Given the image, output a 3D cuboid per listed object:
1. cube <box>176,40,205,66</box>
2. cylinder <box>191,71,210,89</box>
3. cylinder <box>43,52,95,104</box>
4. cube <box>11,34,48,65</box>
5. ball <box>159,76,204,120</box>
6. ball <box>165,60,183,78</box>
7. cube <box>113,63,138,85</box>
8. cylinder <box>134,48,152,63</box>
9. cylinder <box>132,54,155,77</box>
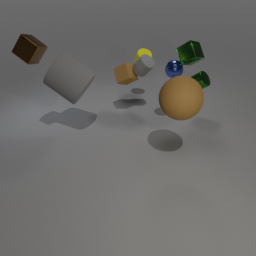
[{"bbox_3d":[2.431,-2.905,10.907,0.700,0.700,0.700,-10,-9,-46],"label":"cube"},{"bbox_3d":[2.977,-1.944,11.792,0.700,0.700,0.700,-25,11,42],"label":"cylinder"},{"bbox_3d":[-2.172,-1.830,10.429,1.400,1.400,1.400,36,33,-8],"label":"cylinder"},{"bbox_3d":[-3.217,-2.579,9.193,0.700,0.700,0.700,37,18,-2],"label":"cube"},{"bbox_3d":[1.668,-0.938,8.822,1.400,1.400,1.400,0,32,0],"label":"ball"},{"bbox_3d":[1.769,-2.254,10.736,0.700,0.700,0.700,0,32,0],"label":"ball"},{"bbox_3d":[-0.088,-2.318,12.060,0.700,0.700,0.700,-19,-8,33],"label":"cube"},{"bbox_3d":[0.699,-3.243,13.173,0.700,0.700,0.700,6,61,-12],"label":"cylinder"},{"bbox_3d":[0.655,-2.639,11.836,0.700,0.700,0.700,16,57,-28],"label":"cylinder"}]
